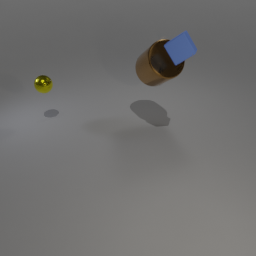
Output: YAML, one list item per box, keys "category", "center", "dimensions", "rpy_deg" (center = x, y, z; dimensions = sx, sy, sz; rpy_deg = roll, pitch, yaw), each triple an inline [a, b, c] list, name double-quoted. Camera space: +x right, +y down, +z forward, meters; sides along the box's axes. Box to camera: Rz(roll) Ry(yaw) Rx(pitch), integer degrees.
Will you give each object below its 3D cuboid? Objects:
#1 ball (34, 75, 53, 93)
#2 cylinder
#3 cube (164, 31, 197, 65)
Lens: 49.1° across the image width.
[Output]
- category: "ball"
  center: [-3.253, -1.681, 10.781]
  dimensions: [0.700, 0.700, 0.700]
  rpy_deg: [0, 31, 0]
- category: "cylinder"
  center: [1.143, -2.347, 10.294]
  dimensions: [1.400, 1.400, 1.400]
  rpy_deg: [-11, 0, -18]
- category: "cube"
  center: [1.611, -2.440, 8.520]
  dimensions: [0.700, 0.700, 0.700]
  rpy_deg: [-28, 13, 27]
